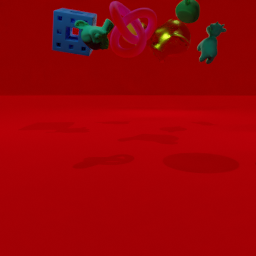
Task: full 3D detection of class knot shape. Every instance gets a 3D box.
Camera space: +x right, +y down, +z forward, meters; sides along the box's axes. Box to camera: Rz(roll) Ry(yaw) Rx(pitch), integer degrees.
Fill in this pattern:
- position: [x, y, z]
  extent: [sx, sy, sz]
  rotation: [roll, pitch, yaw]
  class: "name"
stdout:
- position: [0.130, -1.986, 5.548]
  extent: [1.031, 1.102, 0.509]
  rotation: [-19, 12, -25]
  class: "knot shape"

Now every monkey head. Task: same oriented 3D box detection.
- position: [0.284, -4.061, 11.842]
  extent: [0.977, 1.621, 1.166]
  rotation: [-36, -9, 24]
  class: "monkey head"
- position: [-1.013, -3.165, 9.400]
  extent: [0.898, 1.072, 1.490]
  rotation: [34, 2, 42]
  class: "monkey head"
- position: [1.050, -2.597, 7.804]
  extent: [1.164, 1.389, 1.931]
  rotation: [-36, 28, 20]
  class: "monkey head"

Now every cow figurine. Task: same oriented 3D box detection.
- position: [3.349, -3.419, 11.172]
  extent: [0.750, 1.367, 1.345]
  rotation: [13, -32, -16]
  class: "cow figurine"

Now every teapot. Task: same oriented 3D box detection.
- position: [2.202, -4.235, 10.106]
  extent: [0.894, 0.704, 1.437]
  rotation: [21, -12, 23]
  class: "teapot"

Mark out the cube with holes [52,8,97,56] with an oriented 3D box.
- position: [-2.009, -3.673, 10.676]
  extent: [1.375, 1.375, 1.375]
  rotation: [8, 26, -4]
  class: "cube with holes"
